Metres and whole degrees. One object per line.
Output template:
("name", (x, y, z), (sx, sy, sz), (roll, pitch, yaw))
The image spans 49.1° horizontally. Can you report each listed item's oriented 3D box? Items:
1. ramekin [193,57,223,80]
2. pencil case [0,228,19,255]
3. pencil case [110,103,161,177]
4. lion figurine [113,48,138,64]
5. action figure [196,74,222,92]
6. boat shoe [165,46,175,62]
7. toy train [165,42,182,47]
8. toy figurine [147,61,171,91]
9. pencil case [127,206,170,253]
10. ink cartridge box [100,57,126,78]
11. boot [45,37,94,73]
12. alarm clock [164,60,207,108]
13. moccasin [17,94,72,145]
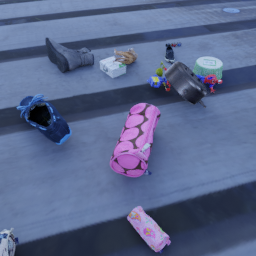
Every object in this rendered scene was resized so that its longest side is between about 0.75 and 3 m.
("ramekin", (3.433, -2.539, 11.979), (1.255, 0.613, 1.255), (0, 41, 0))
("pencil case", (-3.246, 2.572, 6.010), (1.608, 0.626, 0.719), (-2, 59, -2))
("pencil case", (0.337, 0.252, 8.306), (1.139, 1.176, 2.511), (27, 42, -9))
("lion figurine", (-0.087, -3.090, 12.372), (1.127, 0.667, 1.839), (12, 28, -8))
("action figure", (2.932, -1.866, 11.256), (1.690, 0.552, 0.837), (6, 32, 9))
("boat shoe", (1.979, -3.509, 13.304), (0.449, 0.375, 1.204), (3, 42, 0))
("toy train", (2.356, -4.266, 14.352), (0.885, 0.151, 0.203), (-8, 45, -9))
("toy figurine", (1.127, -2.038, 11.203), (0.813, 0.716, 1.357), (-8, 52, -11))
("pencil case", (0.471, 2.324, 6.469), (0.475, 0.475, 1.087), (-28, 48, -29))
("ink cartridge box", (-0.664, -2.671, 12.279), (0.740, 0.426, 1.013), (-26, 47, -27))
("boot", (-2.719, -3.472, 13.027), (1.672, 0.886, 2.539), (-21, 56, -27))
("alarm clock", (2.069, -1.855, 10.380), (1.643, 0.811, 2.436), (24, 30, -41))
("moccasin", (-2.788, -0.525, 9.076), (2.793, 0.952, 1.124), (28, 73, 38))
